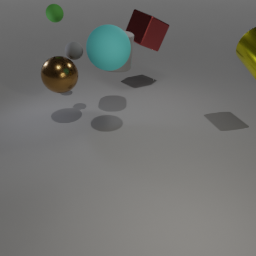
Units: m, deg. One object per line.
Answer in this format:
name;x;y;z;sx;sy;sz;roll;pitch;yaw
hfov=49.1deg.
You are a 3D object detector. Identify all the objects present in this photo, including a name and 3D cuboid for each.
ball;-2.602;-2.028;10.693;1.400;1.400;1.400;0;29;0
ball;-2.956;-4.627;11.293;0.700;0.700;0.700;0;29;0
ball;-0.614;-2.519;8.830;1.400;1.400;1.400;0;29;0
cube;0.916;-4.856;13.986;1.400;1.400;1.400;3;29;-47
ball;-2.087;-3.000;10.855;0.700;0.700;0.700;0;29;0
cylinder;4.550;-2.433;9.279;1.400;1.400;1.400;-7;51;-13
cylinder;-0.515;-3.128;11.297;1.400;1.400;1.400;5;28;-3
